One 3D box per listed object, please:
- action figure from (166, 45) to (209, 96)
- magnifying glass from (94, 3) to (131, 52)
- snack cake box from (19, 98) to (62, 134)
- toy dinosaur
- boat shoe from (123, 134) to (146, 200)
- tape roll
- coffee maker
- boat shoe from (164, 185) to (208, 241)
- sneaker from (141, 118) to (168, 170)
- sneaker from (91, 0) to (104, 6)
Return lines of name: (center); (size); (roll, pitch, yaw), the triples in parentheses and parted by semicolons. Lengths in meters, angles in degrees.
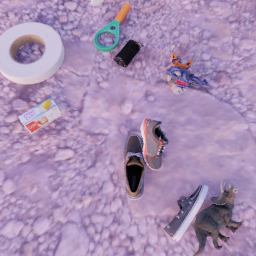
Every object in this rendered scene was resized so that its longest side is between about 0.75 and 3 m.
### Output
action figure: (1.878, -1.788, 9.329); (1.631, 0.853, 1.577); (22, 74, -20)
magnifying glass: (-0.495, -3.694, 10.221); (0.888, 0.250, 2.232); (24, 69, 10)
snack cake box: (-2.688, -0.375, 8.664); (1.135, 0.652, 0.381); (-33, 72, -13)
toy dinosaur: (2.322, 2.540, 7.547); (2.139, 0.823, 1.094); (-44, 63, -9)
boat shoe: (0.228, 1.025, 8.064); (0.713, 0.715, 1.974); (-3, 68, -1)
tape roll: (-3.392, -2.615, 9.675); (2.364, 0.432, 2.364); (0, 67, 0)
coffee maker: (-0.019, -2.531, 9.444); (0.568, 0.810, 0.844); (38, 78, -16)
boat shoe: (1.566, 2.195, 7.665); (0.575, 0.607, 1.736); (33, 75, 13)
sneaker: (0.810, 0.510, 7.861); (0.659, 1.609, 0.620); (3, 28, 34)
sneaker: (-1.124, -5.018, 10.735); (0.422, 0.358, 0.953); (36, 66, 26)
